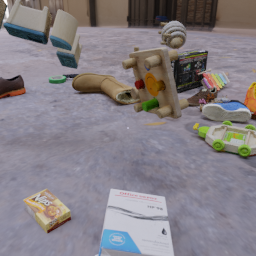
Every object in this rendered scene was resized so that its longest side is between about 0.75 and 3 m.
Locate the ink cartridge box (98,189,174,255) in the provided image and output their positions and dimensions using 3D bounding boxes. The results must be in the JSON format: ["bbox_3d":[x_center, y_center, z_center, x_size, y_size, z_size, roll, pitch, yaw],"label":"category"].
[{"bbox_3d":[0.130,1.908,5.536,1.229,0.708,2.121,9,21,-2],"label":"ink cartridge box"}]

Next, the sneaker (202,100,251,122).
[{"bbox_3d":[4.011,-0.748,11.512,1.859,0.713,1.034,5,25,14],"label":"sneaker"}]

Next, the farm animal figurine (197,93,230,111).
[{"bbox_3d":[3.575,-0.954,11.837,1.120,0.590,1.132,4,-19,-2],"label":"farm animal figurine"}]

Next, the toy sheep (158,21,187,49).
[{"bbox_3d":[1.755,-3.650,10.897,1.074,1.074,1.557,-1,58,-3],"label":"toy sheep"}]

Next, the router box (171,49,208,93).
[{"bbox_3d":[3.112,-3.048,14.924,2.569,1.925,0.798,-19,32,-35],"label":"router box"}]

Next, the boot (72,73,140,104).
[{"bbox_3d":[-1.113,-1.961,13.792,2.589,0.978,2.956,-12,29,-24],"label":"boot"}]

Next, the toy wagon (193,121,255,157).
[{"bbox_3d":[3.388,0.293,9.612,2.318,0.459,1.798,12,27,25],"label":"toy wagon"}]

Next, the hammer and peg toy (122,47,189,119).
[{"bbox_3d":[0.436,-1.128,6.813,0.782,1.632,2.219,-23,20,-21],"label":"hammer and peg toy"}]

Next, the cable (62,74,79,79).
[{"bbox_3d":[-3.459,-3.170,17.187,0.887,0.276,1.087,12,19,42],"label":"cable"}]

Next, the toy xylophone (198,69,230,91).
[{"bbox_3d":[4.515,-2.579,14.966,1.909,0.480,1.398,-30,81,-38],"label":"toy xylophone"}]

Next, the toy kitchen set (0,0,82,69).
[{"bbox_3d":[-3.007,-2.525,8.529,2.799,1.649,2.243,14,-7,-3],"label":"toy kitchen set"}]

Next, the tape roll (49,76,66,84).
[{"bbox_3d":[-4.160,-2.852,16.500,0.994,0.239,0.994,0,25,0],"label":"tape roll"}]

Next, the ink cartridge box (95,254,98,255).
[{"bbox_3d":[-0.220,2.601,4.999,0.489,0.226,0.897,-10,28,-23],"label":"ink cartridge box"}]

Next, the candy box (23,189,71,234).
[{"bbox_3d":[-1.866,1.873,6.442,0.622,0.298,1.077,-22,33,-38],"label":"candy box"}]

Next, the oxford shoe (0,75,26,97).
[{"bbox_3d":[-6.495,-1.992,13.767,2.786,1.011,0.992,-23,34,-39],"label":"oxford shoe"}]

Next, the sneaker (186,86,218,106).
[{"bbox_3d":[3.448,-1.537,13.178,1.851,0.699,0.652,-15,29,-29],"label":"sneaker"}]

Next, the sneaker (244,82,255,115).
[{"bbox_3d":[5.590,-1.324,12.293,1.048,1.107,2.871,8,28,14],"label":"sneaker"}]
